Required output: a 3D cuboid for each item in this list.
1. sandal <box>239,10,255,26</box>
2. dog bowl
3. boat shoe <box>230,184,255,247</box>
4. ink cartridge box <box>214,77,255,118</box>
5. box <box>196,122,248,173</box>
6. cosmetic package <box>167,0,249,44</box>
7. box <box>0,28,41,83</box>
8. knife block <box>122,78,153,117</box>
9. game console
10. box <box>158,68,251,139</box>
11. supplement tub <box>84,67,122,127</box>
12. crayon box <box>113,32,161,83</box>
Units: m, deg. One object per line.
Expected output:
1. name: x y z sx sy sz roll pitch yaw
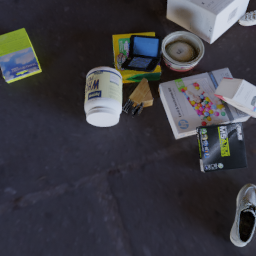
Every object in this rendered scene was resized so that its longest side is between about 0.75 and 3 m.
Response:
1. sandal: 5.909 -4.634 11.834 2.348 0.577 0.955 -2 53 14
2. dog bowl: 2.098 -2.962 11.007 1.683 0.621 1.683 0 66 0
3. boat shoe: 3.631 2.573 8.428 0.690 0.704 1.978 21 67 9
4. ink cartridge box: 3.756 -0.912 8.820 1.650 1.218 0.706 24 97 -15
5. box: 3.084 0.627 9.240 1.482 0.365 1.534 -5 87 -1
6. cosmetic package: 3.266 -5.161 11.441 2.392 1.471 2.385 40 71 24
7. box: -4.337 -2.770 10.954 1.382 0.540 2.267 -23 67 -10
8. knife block: 0.263 -1.089 10.245 1.190 0.434 1.355 -11 67 -6
9. game console: 0.465 -2.649 9.931 1.306 0.760 1.149 14 53 27
10. box: 2.695 -0.932 10.110 2.702 0.556 2.107 -14 67 -5
11. supplement tub: -0.849 -1.075 9.765 1.292 1.292 1.782 0 66 0
12. crayon box: 0.307 -2.759 10.931 1.686 0.570 1.954 -5 66 0
